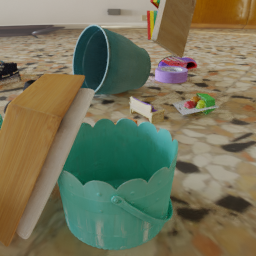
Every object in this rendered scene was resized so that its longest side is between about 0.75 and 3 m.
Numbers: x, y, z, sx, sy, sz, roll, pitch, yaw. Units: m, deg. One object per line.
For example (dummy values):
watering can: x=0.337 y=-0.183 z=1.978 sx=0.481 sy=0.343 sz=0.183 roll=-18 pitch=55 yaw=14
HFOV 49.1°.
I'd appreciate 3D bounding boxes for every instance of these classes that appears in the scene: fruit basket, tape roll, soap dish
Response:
fruit basket: x=2.245 y=-0.737 z=9.412 sx=1.225 sy=0.574 sz=1.134 roll=-18 pitch=27 yaw=-3
tape roll: x=2.038 y=-2.531 z=13.166 sx=1.488 sy=0.488 sz=1.488 roll=0 pitch=24 yaw=0
soap dish: x=-1.493 y=0.354 z=4.610 sx=0.989 sy=2.435 sz=1.916 roll=24 pitch=24 yaw=-10

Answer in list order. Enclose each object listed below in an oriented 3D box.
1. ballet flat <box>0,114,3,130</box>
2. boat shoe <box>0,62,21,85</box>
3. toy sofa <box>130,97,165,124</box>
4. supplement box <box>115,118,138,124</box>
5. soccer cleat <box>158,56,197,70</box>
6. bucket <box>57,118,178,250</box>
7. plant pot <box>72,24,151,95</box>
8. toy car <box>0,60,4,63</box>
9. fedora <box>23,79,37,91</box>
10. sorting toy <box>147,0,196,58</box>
ballet flat: x=-3.894 y=0.027 z=7.467 sx=0.599 sy=0.626 sz=1.779 roll=1 pitch=25 yaw=3
boat shoe: x=-5.735 y=-2.394 z=12.372 sx=0.724 sy=0.899 sz=1.938 roll=18 pitch=30 yaw=34
toy sofa: x=0.591 y=-0.620 z=8.907 sx=0.511 sy=0.602 sz=1.235 roll=-16 pitch=28 yaw=-30
supplement box: x=-0.248 y=0.082 z=7.635 sx=0.402 sy=0.389 sz=1.169 roll=20 pitch=31 yaw=37
soccer cleat: x=2.622 y=-3.335 z=14.721 sx=2.145 sy=0.732 sz=0.785 roll=-10 pitch=37 yaw=-19
bucket: x=-0.186 y=0.853 z=4.771 sx=2.148 sy=1.398 sz=2.148 roll=0 pitch=26 yaw=0
plant pot: x=-0.514 y=-2.471 z=10.981 sx=2.401 sy=2.556 sz=2.556 roll=0 pitch=20 yaw=-39
toy car: x=-7.347 y=-3.123 z=13.844 sx=1.804 sy=1.595 sz=1.662 roll=-30 pitch=12 yaw=4
fedora: x=-3.143 y=-1.239 z=9.908 sx=1.911 sy=0.873 sz=1.911 roll=1 pitch=25 yaw=0
sorting toy: x=1.602 y=-4.333 z=11.053 sx=0.873 sy=2.492 sz=2.507 roll=16 pitch=6 yaw=31
